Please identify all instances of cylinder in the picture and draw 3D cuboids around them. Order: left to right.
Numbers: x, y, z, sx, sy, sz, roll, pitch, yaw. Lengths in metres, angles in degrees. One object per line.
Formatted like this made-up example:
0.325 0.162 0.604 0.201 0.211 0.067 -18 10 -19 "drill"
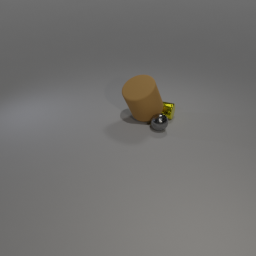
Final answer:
0.620 -1.214 11.487 1.400 1.400 1.400 -12 50 15 "cylinder"
1.631 -0.782 12.198 0.700 0.700 0.700 12 33 20 "cylinder"

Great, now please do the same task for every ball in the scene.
1.263 -0.242 11.193 0.700 0.700 0.700 0 30 0 "ball"
